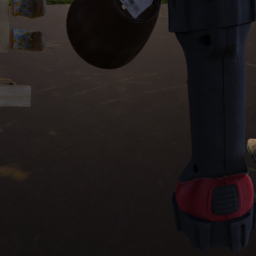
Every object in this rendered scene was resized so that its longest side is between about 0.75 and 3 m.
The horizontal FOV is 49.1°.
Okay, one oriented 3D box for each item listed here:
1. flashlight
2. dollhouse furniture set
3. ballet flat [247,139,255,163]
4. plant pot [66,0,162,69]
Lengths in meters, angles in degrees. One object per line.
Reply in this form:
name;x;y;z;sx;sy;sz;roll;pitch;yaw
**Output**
flashlight;0.831;-0.119;2.831;0.937;2.769;0.941;9;26;41
dollhouse furniture set;-2.426;-1.531;4.992;1.895;2.162;1.436;-4;14;-37
ballet flat;1.329;0.306;2.579;0.292;0.270;0.865;28;32;-7
plant pot;-0.253;-3.240;8.039;2.682;2.682;2.870;-10;7;-18
